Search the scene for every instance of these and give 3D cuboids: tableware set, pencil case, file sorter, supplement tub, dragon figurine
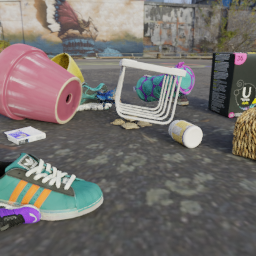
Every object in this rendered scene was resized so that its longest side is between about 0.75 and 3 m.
[{"bbox_3d":[0.095,-0.212,10.796,1.229,0.171,1.472,-13,22,-34],"label":"tableware set"},{"bbox_3d":[1.471,-1.837,11.806,1.174,1.275,2.759,-19,9,-33],"label":"pencil case"},{"bbox_3d":[0.537,-1.298,9.399,1.876,1.683,2.703,10,12,-5],"label":"file sorter"},{"bbox_3d":[1.765,0.158,8.725,0.691,0.691,0.951,-8,19,-24],"label":"supplement tub"},{"bbox_3d":[-0.889,-1.188,11.757,1.080,0.639,2.172,-22,23,5],"label":"dragon figurine"}]

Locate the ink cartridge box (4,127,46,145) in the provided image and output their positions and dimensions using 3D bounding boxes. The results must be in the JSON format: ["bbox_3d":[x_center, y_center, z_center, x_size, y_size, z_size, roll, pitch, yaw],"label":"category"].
[{"bbox_3d":[-3.411,0.239,9.260,0.974,0.211,0.965,19,25,40],"label":"ink cartridge box"}]

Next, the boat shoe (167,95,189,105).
[{"bbox_3d":[2.539,-1.587,14.487,0.619,0.558,1.721,-7,19,-21],"label":"boat shoe"}]

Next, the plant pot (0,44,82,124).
[{"bbox_3d":[-3.381,-1.478,10.887,2.636,2.945,2.945,21,23,15],"label":"plant pot"}]

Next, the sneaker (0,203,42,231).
[{"bbox_3d":[-2.003,1.595,4.856,0.969,0.337,0.482,-1,23,12],"label":"sneaker"}]

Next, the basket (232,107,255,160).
[{"bbox_3d":[3.977,0.123,7.836,1.814,1.295,1.351,-15,22,-39],"label":"basket"}]

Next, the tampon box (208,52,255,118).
[{"bbox_3d":[4.843,-1.952,12.202,1.958,2.612,1.649,-5,18,-16],"label":"tampon box"}]

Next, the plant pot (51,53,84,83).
[{"bbox_3d":[-3.103,-2.154,13.753,2.450,2.450,1.739,19,-13,46],"label":"plant pot"}]

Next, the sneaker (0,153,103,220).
[{"bbox_3d":[-1.758,1.041,5.357,2.570,1.027,0.917,2,18,7],"label":"sneaker"}]

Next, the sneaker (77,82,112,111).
[{"bbox_3d":[-2.188,-1.477,12.891,2.865,1.307,1.112,-8,18,-21],"label":"sneaker"}]
